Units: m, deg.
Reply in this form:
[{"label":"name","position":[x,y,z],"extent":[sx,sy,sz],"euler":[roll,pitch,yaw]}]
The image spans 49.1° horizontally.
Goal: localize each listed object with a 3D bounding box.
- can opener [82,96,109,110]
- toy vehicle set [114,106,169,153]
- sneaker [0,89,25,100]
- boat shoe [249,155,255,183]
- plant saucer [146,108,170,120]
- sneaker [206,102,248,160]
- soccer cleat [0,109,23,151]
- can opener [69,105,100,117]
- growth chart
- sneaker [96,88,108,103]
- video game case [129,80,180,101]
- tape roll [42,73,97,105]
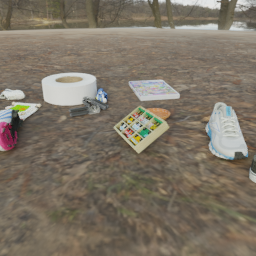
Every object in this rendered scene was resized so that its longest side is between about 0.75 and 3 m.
[{"label":"can opener","position":[-1.439,-1.030,12.145],"extent":[1.277,0.427,0.341],"euler":[27,32,22]},{"label":"toy vehicle set","position":[0.363,-0.022,8.989],"extent":[1.211,0.258,1.949],"euler":[-40,28,-5]},{"label":"sneaker","position":[-5.350,-1.481,13.003],"extent":[1.248,0.477,0.502],"euler":[5,35,22]},{"label":"boat shoe","position":[4.117,1.219,6.678],"extent":[2.264,0.721,0.800],"euler":[15,29,29]},{"label":"plant saucer","position":[1.091,-0.521,11.044],"extent":[1.133,0.212,1.133],"euler":[0,23,0]},{"label":"sneaker","position":[3.063,-0.023,8.855],"extent":[1.040,1.202,2.774],"euler":[2,26,1]},{"label":"soccer cleat","position":[-4.159,0.129,9.085],"extent":[1.109,0.897,2.569],"euler":[-16,23,-5]},{"label":"can opener","position":[-1.771,-0.682,11.437],"extent":[1.298,0.346,0.434],"euler":[-12,-6,-22]},{"label":"growth chart","position":[-4.574,-0.620,11.348],"extent":[1.623,0.199,2.242],"euler":[2,24,7]},{"label":"sneaker","position":[-1.178,-1.444,12.856],"extent":[0.506,0.455,1.230],"euler":[2,32,0]},{"label":"video game case","position":[1.237,-1.957,14.179],"extent":[1.924,0.242,2.687],"euler":[-5,25,-10]},{"label":"tape roll","position":[-2.732,-1.892,13.252],"extent":[2.535,0.886,2.535],"euler":[0,25,0]}]
